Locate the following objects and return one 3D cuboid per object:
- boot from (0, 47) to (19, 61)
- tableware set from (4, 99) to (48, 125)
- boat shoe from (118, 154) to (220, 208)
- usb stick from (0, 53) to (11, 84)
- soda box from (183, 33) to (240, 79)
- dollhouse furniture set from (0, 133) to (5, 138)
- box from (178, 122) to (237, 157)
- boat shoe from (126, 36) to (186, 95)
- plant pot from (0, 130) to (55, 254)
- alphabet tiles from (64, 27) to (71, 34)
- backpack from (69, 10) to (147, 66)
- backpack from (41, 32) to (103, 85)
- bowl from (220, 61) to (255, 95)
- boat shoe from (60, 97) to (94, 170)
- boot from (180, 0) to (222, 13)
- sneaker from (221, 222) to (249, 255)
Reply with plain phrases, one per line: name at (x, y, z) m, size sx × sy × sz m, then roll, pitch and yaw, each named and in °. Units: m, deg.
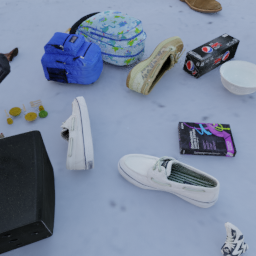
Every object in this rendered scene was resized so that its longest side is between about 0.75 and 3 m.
boot at (-4.648, -2.787, 10.488) m, size 0.869 × 0.279 × 0.810 m, roll 5°, pitch 45°, yaw 11°
tableware set at (-3.006, -0.411, 8.287) m, size 1.160 × 0.178 × 0.781 m, roll -20°, pitch 53°, yaw -20°
boat shoe at (0.918, 0.997, 6.470) m, size 2.442 × 0.815 × 0.898 m, roll 16°, pitch 48°, yaw 14°
usb stick at (-3.814, -0.782, 6.932) m, size 2.590 × 0.422 × 0.718 m, roll -42°, pitch 65°, yaw 16°
soda box at (2.959, -2.577, 9.913) m, size 2.160 × 0.764 × 0.684 m, roll -30°, pitch 56°, yaw -26°
dollhouse furniture set at (-3.311, 0.755, 6.778) m, size 1.009 × 0.707 × 0.711 m, roll -28°, pitch 52°, yaw -24°
box at (2.087, 0.285, 7.542) m, size 1.429 × 0.258 × 1.022 m, roll 1°, pitch 46°, yaw 3°
boat shoe at (1.103, -2.052, 9.353) m, size 0.872 × 1.019 × 2.781 m, roll 34°, pitch 65°, yaw 23°
plant pot at (-2.371, 1.414, 5.523) m, size 1.876 × 1.880 × 1.668 m, roll -15°, pitch 60°, yaw -14°
alphabet tiles at (-1.973, -3.724, 11.497) m, size 1.561 × 0.059 × 1.875 m, roll 13°, pitch 48°, yaw 12°
backpack at (-0.541, -3.243, 10.050) m, size 2.517 × 1.935 × 2.053 m, roll 42°, pitch 53°, yaw 14°
backpack at (-1.753, -2.223, 9.119) m, size 1.779 × 1.493 × 1.446 m, roll 13°, pitch 55°, yaw 8°
bowl at (3.599, -1.511, 8.987) m, size 1.426 × 0.641 × 1.426 m, roll 0°, pitch 47°, yaw 0°
boat shoe at (-1.392, 0.091, 7.385) m, size 0.774 × 0.848 × 2.357 m, roll -5°, pitch 55°, yaw -11°
boot at (3.356, -6.369, 13.329) m, size 1.064 × 1.091 × 2.892 m, roll -24°, pitch 52°, yaw -24°
sneaker at (1.983, 2.232, 5.424) m, size 0.501 × 0.769 × 0.307 m, roll -39°, pitch 26°, yaw -18°
